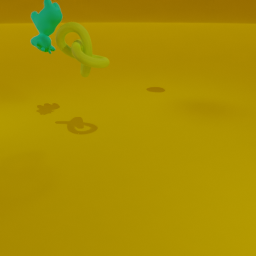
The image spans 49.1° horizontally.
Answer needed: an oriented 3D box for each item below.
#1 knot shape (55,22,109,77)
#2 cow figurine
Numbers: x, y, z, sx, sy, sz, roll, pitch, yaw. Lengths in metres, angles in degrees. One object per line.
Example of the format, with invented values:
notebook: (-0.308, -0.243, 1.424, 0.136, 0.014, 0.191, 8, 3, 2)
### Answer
knot shape: (-1.099, -1.887, 7.181, 0.701, 1.518, 1.421, -44, 55, -11)
cow figurine: (-2.377, -2.949, 8.282, 1.307, 1.286, 0.718, -33, -19, 26)
